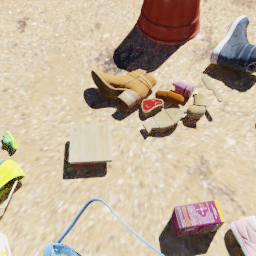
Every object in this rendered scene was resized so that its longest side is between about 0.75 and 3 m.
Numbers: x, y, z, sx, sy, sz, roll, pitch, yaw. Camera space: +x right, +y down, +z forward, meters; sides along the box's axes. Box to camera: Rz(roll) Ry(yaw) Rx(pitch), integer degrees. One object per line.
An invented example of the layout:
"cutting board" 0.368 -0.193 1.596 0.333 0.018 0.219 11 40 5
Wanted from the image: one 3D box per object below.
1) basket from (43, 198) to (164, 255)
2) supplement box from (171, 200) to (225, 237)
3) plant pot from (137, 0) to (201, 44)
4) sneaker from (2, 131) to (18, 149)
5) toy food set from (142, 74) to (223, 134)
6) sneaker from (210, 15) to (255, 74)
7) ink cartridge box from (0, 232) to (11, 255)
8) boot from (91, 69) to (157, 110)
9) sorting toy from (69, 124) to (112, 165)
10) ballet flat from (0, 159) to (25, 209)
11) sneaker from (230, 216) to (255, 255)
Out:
"basket" -0.733 3.340 6.011 2.528 1.994 2.867 36 71 20
"supplement box" 1.818 2.396 7.394 1.192 0.780 0.615 -7 55 -6
"plant pot" 1.838 -5.489 11.498 2.856 2.778 2.856 0 56 0
"sneaker" -3.810 0.444 9.034 0.329 0.292 0.787 -37 56 -13
"toy food set" 1.707 -0.872 9.845 2.853 0.449 1.814 -19 57 -3
"sneaker" 4.688 -3.239 10.935 1.922 1.011 2.660 25 69 28
"ink cartridge box" -3.398 3.435 6.792 1.039 0.597 1.432 -23 59 -15
"boot" -0.148 -1.769 10.174 2.122 0.814 1.648 37 63 22
"sorting toy" -1.145 0.569 8.815 1.291 0.452 1.299 -3 56 -2
"ballet flat" -3.886 2.111 7.566 0.949 0.946 2.831 34 59 -1
"sneaker" 3.305 2.944 6.958 0.822 0.592 1.572 -37 53 20
